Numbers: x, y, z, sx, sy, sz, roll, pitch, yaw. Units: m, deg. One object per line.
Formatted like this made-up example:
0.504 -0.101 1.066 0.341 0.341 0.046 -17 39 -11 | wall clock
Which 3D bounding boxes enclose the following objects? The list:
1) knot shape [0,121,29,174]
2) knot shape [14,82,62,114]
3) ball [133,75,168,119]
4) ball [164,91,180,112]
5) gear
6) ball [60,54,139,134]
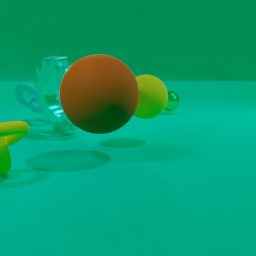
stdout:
-1.904 0.206 3.827 1.127 1.054 0.521 4 47 0 | knot shape
-2.528 -0.848 8.602 1.713 0.792 1.603 10 8 -35 | knot shape
0.370 -0.643 5.839 0.919 0.919 0.919 0 10 0 | ball
1.563 -1.020 10.646 0.796 0.796 0.796 0 10 0 | ball
-1.644 -0.775 6.747 0.340 1.840 1.840 -20 21 -40 | gear
-0.463 -0.543 4.601 1.288 1.288 1.288 0 10 0 | ball
